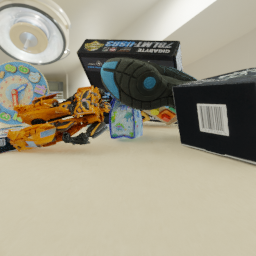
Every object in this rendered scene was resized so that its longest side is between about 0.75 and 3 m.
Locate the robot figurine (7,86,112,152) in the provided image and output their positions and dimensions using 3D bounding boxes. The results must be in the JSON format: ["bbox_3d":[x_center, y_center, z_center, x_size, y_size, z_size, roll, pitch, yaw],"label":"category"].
[{"bbox_3d":[-1.138,-0.199,4.808,1.728,1.253,0.503,-15,-39,9],"label":"robot figurine"}]

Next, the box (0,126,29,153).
[{"bbox_3d":[-2.287,0.189,5.414,1.006,0.278,1.473,3,8,26],"label":"box"}]

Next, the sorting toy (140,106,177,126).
[{"bbox_3d":[1.066,-0.531,7.803,1.263,0.306,2.243,31,-42,-27],"label":"sorting toy"}]

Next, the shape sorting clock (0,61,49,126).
[{"bbox_3d":[-3.408,-1.061,8.456,2.010,2.010,0.394,-1,-4,-7],"label":"shape sorting clock"}]

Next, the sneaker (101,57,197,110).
[{"bbox_3d":[0.523,-0.881,5.739,2.448,0.896,1.003,13,27,-28],"label":"sneaker"}]

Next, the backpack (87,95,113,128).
[{"bbox_3d":[-0.706,-0.351,7.757,0.680,0.896,1.074,-27,-4,35],"label":"backpack"}]

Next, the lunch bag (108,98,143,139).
[{"bbox_3d":[-0.051,-0.319,6.063,0.682,1.070,0.910,1,4,12],"label":"lunch bag"}]

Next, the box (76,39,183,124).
[{"bbox_3d":[0.237,-1.276,8.268,2.787,2.766,0.692,8,54,20],"label":"box"}]

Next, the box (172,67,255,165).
[{"bbox_3d":[2.121,-0.366,4.743,1.903,1.200,1.936,-15,12,-23],"label":"box"}]
